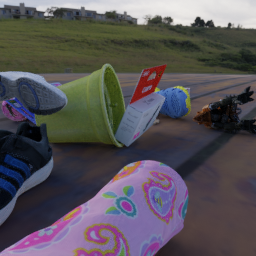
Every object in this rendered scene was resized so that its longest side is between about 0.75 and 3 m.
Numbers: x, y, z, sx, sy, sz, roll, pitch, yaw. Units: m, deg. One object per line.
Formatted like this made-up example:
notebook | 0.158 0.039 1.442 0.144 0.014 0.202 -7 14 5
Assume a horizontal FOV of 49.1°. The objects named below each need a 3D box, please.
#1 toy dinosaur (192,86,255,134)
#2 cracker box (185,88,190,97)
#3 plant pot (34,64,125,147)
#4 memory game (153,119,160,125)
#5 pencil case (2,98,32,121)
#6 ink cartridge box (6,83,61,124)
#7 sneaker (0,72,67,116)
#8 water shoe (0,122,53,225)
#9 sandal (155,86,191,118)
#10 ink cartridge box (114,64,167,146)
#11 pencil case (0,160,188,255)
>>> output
toy dinosaur | 2.754 -0.318 8.214 1.707 1.284 2.515 -6 24 47
cracker box | 2.673 -1.727 14.337 0.950 0.636 0.274 5 14 16
plant pot | -1.141 -0.389 6.777 1.812 1.971 1.971 -9 12 11
memory game | 0.545 -0.226 9.327 1.038 0.066 1.038 0 13 0
pencil case | -3.734 -0.918 10.328 0.999 0.956 2.310 -2 15 0
ink cartridge box | -2.605 -0.844 9.469 1.551 0.545 2.599 37 25 9
sneaker | -2.084 -0.894 6.077 2.101 0.783 0.915 21 32 26
water shoe | -1.917 0.566 3.905 0.953 1.052 2.665 2 14 7
sandal | 1.100 -0.886 10.160 1.267 1.157 2.911 -15 12 -27
ink cartridge box | 0.516 -0.648 7.019 0.441 1.759 2.026 31 25 12
pencil case | -0.218 1.024 2.372 0.983 0.983 2.249 7 16 27
